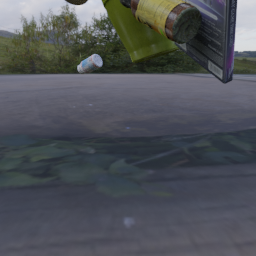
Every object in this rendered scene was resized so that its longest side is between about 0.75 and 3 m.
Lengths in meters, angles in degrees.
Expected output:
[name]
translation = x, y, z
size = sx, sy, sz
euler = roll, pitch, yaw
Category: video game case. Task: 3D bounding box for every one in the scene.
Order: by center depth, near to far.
[video game case]
translation = 1.442, -2.600, 5.737
size = 0.281, 2.967, 2.119
euler = -26, 47, -8

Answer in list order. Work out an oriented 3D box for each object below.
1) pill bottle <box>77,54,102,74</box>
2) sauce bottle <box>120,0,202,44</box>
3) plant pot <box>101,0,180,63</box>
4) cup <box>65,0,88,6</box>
[pill bottle]
translation = -1.653, -2.695, 12.004
size = 1.073, 0.583, 0.583
euler = -18, 0, 37
[sauce bottle]
translation = 0.597, -2.673, 6.319
size = 0.799, 0.799, 2.470
euler = -7, 38, -29
[plant pot]
translation = 0.566, -3.287, 8.439
size = 2.426, 2.335, 2.426
euler = -17, 10, 3
[cup]
translation = -0.933, -3.020, 5.460
size = 0.976, 0.976, 0.698
euler = -13, 3, -43
